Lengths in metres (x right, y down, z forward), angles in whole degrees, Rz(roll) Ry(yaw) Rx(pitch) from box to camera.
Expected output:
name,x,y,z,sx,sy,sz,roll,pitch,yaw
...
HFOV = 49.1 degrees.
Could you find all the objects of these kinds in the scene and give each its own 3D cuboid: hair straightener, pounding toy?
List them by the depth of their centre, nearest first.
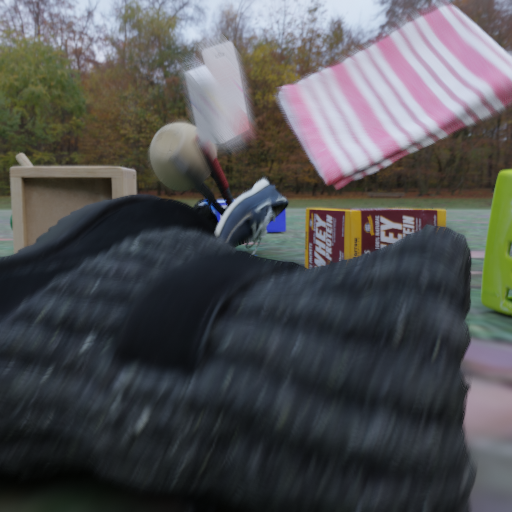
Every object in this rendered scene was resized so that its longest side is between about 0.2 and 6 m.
name,x,y,z,sx,sy,sz,roll,pitch,yaw
pounding toy,-2.345,-0.551,6.973,1.645,1.515,1.170,0,6,-1
hair straightener,-0.859,-0.883,9.228,0.965,0.513,2.509,-38,-28,-7

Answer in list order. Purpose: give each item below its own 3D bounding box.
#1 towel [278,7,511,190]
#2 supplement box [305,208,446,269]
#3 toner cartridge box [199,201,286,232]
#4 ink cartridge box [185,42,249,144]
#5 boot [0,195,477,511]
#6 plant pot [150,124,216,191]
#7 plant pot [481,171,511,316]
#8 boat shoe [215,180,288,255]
name,x,y,z,sx,sy,sz,roll,pitch,yaw
towel,1.769,-2.112,7.142,2.704,1.979,0.404,-27,-40,7
supplement box,1.344,-0.149,6.550,1.208,0.802,1.191,-2,6,-19
toner cartridge box,-0.533,-1.184,16.292,1.880,0.854,3.958,-1,6,-13
ink cartridge box,-0.434,-1.777,6.116,0.326,0.966,0.563,9,32,33
boot,-0.085,0.217,2.298,1.772,0.892,2.370,-6,15,15
plant pot,-1.270,-1.695,9.038,1.090,1.090,0.732,2,-14,16
plant pot,2.501,-0.023,4.121,1.142,1.137,1.037,-2,13,-15
boat shoe,-0.078,-0.558,9.168,0.669,0.810,2.164,32,31,6
